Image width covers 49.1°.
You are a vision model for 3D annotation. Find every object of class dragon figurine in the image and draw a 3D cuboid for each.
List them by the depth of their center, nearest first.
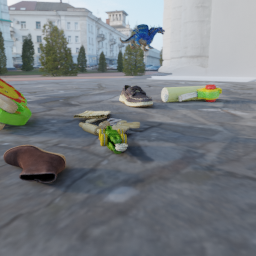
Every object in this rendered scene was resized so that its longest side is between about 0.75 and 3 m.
[{"bbox_3d":[0.363,-2.751,8.252,1.618,0.804,0.476,-1,-1,-30],"label":"dragon figurine"}]

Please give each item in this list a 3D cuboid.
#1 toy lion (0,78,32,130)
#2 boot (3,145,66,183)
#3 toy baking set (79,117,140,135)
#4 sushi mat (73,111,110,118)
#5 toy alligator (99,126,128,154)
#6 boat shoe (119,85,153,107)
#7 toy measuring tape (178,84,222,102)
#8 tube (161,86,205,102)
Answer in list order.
[{"bbox_3d":[-4.122,-1.025,8.975,2.690,0.924,2.578,39,7,12],"label":"toy lion"},{"bbox_3d":[-1.671,0.609,4.739,1.171,0.424,0.974,3,11,-1],"label":"boot"},{"bbox_3d":[-0.583,-0.060,8.256,1.607,0.244,2.093,-7,15,-41],"label":"toy baking set"},{"bbox_3d":[-1.188,-0.489,9.762,1.023,0.129,2.138,0,6,1],"label":"sushi mat"},{"bbox_3d":[-0.312,0.332,6.056,0.558,0.404,1.683,1,14,-10],"label":"toy alligator"},{"bbox_3d":[0.306,-1.554,13.201,1.012,0.912,2.814,-4,13,-19],"label":"boat shoe"},{"bbox_3d":[3.785,-1.664,14.109,2.491,0.916,0.916,-14,17,-20],"label":"toy measuring tape"},{"bbox_3d":[3.153,-1.806,14.675,2.873,0.746,0.834,-6,12,-24],"label":"tube"}]
